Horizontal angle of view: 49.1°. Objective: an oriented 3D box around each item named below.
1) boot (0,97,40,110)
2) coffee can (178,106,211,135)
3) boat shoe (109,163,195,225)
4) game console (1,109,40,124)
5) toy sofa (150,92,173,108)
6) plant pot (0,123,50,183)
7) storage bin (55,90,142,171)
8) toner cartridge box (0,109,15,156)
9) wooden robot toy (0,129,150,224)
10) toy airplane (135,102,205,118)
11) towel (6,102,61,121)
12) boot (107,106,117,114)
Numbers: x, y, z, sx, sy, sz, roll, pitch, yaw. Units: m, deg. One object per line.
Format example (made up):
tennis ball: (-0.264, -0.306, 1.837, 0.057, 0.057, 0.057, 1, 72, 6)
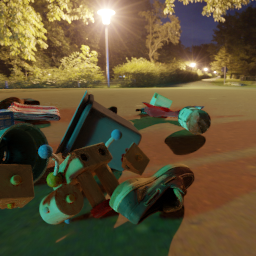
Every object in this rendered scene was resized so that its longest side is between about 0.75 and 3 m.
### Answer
boot: (-5.412, -1.001, 13.243, 1.748, 0.840, 2.391, 0, 7, 42)
coffee can: (2.045, -0.257, 8.738, 0.757, 0.757, 1.035, -1, 11, -3)
boat shoe: (0.464, 0.841, 3.512, 1.487, 0.536, 0.535, -3, 31, -48)
game console: (-4.437, -0.407, 11.030, 2.031, 0.356, 2.296, 7, 12, 7)
toy sofa: (1.622, -1.200, 14.340, 0.801, 0.943, 1.933, 24, 9, -4)
plant pot: (-1.988, 0.426, 4.574, 0.964, 0.984, 0.984, -2, 7, 32)
storage bin: (-0.567, 0.162, 5.499, 1.258, 1.363, 1.873, 27, 6, -10)
toner cartridge box: (-3.291, 0.204, 5.509, 0.444, 0.976, 2.054, 10, 14, 39)
wooden robot toy: (-0.708, 0.763, 3.671, 2.254, 0.993, 1.023, -12, -19, -48)
toy airplane: (1.697, -0.665, 11.586, 2.863, 0.527, 2.863, 3, -1, 0)
towel: (-3.754, -0.702, 11.235, 1.937, 0.306, 2.690, 4, 11, -17)
boot: (-0.965, -0.656, 11.690, 0.681, 0.525, 1.405, 6, 14, 21)
